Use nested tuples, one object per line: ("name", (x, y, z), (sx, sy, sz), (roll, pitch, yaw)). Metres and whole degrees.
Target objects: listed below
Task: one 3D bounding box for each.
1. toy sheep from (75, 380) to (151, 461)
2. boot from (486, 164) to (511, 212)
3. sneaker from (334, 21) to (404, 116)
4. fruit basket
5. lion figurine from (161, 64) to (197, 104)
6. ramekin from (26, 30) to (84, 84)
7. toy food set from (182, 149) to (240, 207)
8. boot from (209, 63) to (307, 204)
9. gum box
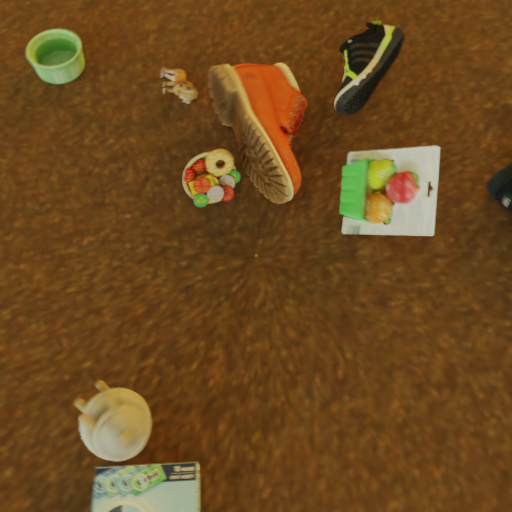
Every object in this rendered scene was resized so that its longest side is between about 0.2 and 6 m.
("toy sheep", (-1.841, 2.186, 7.314), (1.002, 1.454, 1.002), (-2, 95, -19))
("boot", (5.413, -0.874, 9.310), (2.595, 0.960, 2.126), (-25, 63, -5))
("sneaker", (1.918, -3.590, 10.612), (0.959, 0.831, 2.317), (30, 65, 15))
("fruit basket", (2.186, -1.040, 9.176), (1.550, 0.727, 1.436), (2, 86, 27))
("lion figurine", (-1.524, -3.432, 10.990), (0.646, 0.382, 1.054), (-6, 58, -11))
("ramekin", (-3.958, -3.942, 11.165), (1.059, 0.518, 1.059), (0, 62, 0))
("toy food set", (-0.765, -1.310, 9.594), (0.980, 0.970, 0.238), (-22, 35, -4))
("boot", (0.381, -2.335, 10.039), (1.611, 1.127, 3.004), (-14, 66, -20))
("gum box", (-1.431, 3.586, 7.293), (1.373, 0.360, 1.616), (-2, 62, -1))
